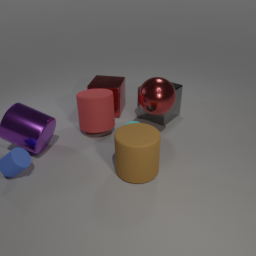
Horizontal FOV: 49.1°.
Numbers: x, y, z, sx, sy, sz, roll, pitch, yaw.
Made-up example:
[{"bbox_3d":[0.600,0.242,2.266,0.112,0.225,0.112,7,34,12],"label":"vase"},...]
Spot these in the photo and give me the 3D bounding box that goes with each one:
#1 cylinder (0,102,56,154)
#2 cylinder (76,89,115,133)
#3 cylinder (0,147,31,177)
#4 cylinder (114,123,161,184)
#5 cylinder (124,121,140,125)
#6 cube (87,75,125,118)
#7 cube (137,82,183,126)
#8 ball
[{"bbox_3d":[-3.444,0.014,9.720,1.400,1.400,1.400,23,33,2],"label":"cylinder"},{"bbox_3d":[-1.240,-0.696,10.905,1.400,1.400,1.400,-3,22,1],"label":"cylinder"},{"bbox_3d":[-3.490,1.060,8.641,0.700,0.700,0.700,-33,22,23],"label":"cylinder"},{"bbox_3d":[0.291,0.766,8.769,1.400,1.400,1.400,-1,30,0],"label":"cylinder"},{"bbox_3d":[0.180,0.217,9.955,0.700,0.700,0.700,-6,64,-10],"label":"cylinder"},{"bbox_3d":[-0.921,-1.435,12.501,1.400,1.400,1.400,5,31,9],"label":"cube"},{"bbox_3d":[1.356,-1.154,12.026,1.400,1.400,1.400,21,37,31],"label":"cube"},{"bbox_3d":[1.059,-1.161,10.251,1.400,1.400,1.400,0,31,0],"label":"ball"}]
